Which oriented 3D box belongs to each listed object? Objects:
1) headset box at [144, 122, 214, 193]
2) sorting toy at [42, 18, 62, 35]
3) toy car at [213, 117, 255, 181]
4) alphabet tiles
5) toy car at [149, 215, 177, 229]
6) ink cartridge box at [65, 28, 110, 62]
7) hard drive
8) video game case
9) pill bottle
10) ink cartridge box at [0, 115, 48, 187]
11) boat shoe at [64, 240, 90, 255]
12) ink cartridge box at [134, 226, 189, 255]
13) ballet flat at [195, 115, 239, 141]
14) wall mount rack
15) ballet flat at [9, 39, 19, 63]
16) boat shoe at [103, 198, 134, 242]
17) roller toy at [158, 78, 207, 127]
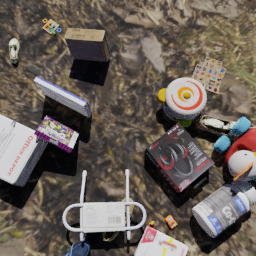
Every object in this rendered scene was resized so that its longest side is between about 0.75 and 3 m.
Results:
[{"bbox_3d":[1.900,1.164,10.183,1.611,0.813,2.167,-37,77,-10],"label":"headset box"},{"bbox_3d":[-3.368,-4.430,12.173,1.006,0.137,0.567,37,77,10],"label":"sorting toy"},{"bbox_3d":[4.030,1.011,9.329,1.931,2.096,1.853,40,119,5],"label":"toy car"},{"bbox_3d":[3.349,-2.239,11.582,1.209,0.055,1.446,22,75,7],"label":"alphabet tiles"},{"bbox_3d":[1.252,3.384,9.807,0.924,0.308,0.453,-17,74,-6],"label":"toy car"},{"bbox_3d":[-1.571,-3.274,11.089,1.518,1.250,0.570,7,67,9],"label":"ink cartridge box"},{"bbox_3d":[-2.397,-1.138,10.561,2.086,1.376,0.265,27,78,8],"label":"hard drive"},{"bbox_3d":[-2.528,0.207,10.107,1.400,1.269,0.251,29,111,-11],"label":"video game case"},{"bbox_3d":[3.339,2.669,9.573,2.044,1.163,1.163,-33,76,-9],"label":"pill bottle"},{"bbox_3d":[-4.608,0.663,10.158,2.718,1.138,1.961,24,75,7],"label":"ink cartridge box"},{"bbox_3d":[-1.973,4.641,9.244,0.829,0.676,1.970,37,77,10],"label":"boat shoe"},{"bbox_3d":[1.118,4.150,9.408,1.516,0.632,1.101,24,75,7],"label":"ink cartridge box"},{"bbox_3d":[3.617,-0.007,10.582,2.128,0.716,0.724,12,74,3],"label":"ballet flat"},{"bbox_3d":[-0.790,2.633,9.722,2.761,1.029,2.399,-1,77,-1],"label":"wall mount rack"},{"bbox_3d":[-4.776,-3.297,11.711,0.418,0.418,1.205,-10,74,-3],"label":"ballet flat"},{"bbox_3d":[-0.307,3.204,9.745,0.607,0.519,1.655,28,76,8],"label":"boat shoe"},{"bbox_3d":[2.118,-1.073,10.636,1.545,1.183,1.693,-40,79,-10],"label":"roller toy"}]
